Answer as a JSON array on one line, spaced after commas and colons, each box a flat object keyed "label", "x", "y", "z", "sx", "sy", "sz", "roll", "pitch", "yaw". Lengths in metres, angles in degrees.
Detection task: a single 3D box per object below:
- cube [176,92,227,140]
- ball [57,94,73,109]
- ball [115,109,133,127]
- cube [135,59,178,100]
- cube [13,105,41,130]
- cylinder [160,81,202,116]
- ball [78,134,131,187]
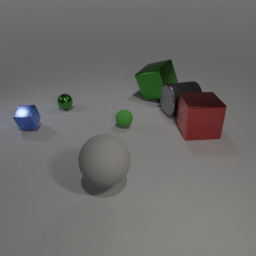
[{"label": "cube", "x": 2.773, "y": -0.487, "z": 10.833, "sx": 1.400, "sy": 1.400, "sz": 1.400, "roll": -3, "pitch": 29, "yaw": -5}, {"label": "ball", "x": -2.868, "y": -1.210, "z": 12.755, "sx": 0.700, "sy": 0.700, "sz": 0.700, "roll": 0, "pitch": 29, "yaw": 0}, {"label": "ball", "x": -0.156, "y": -0.400, "z": 11.327, "sx": 0.700, "sy": 0.700, "sz": 0.700, "roll": 0, "pitch": 29, "yaw": 0}, {"label": "cube", "x": 1.428, "y": -2.329, "z": 13.637, "sx": 1.400, "sy": 1.400, "sz": 1.400, "roll": -2, "pitch": 31, "yaw": 38}, {"label": "cube", "x": -3.967, "y": -0.417, "z": 11.057, "sx": 0.700, "sy": 0.700, "sz": 0.700, "roll": -3, "pitch": 48, "yaw": 7}, {"label": "cylinder", "x": 2.325, "y": -1.300, "z": 12.302, "sx": 1.400, "sy": 1.400, "sz": 1.400, "roll": -9, "pitch": 30, "yaw": -16}, {"label": "ball", "x": -0.618, "y": 0.856, "z": 7.483, "sx": 1.400, "sy": 1.400, "sz": 1.400, "roll": 0, "pitch": 29, "yaw": 0}]
